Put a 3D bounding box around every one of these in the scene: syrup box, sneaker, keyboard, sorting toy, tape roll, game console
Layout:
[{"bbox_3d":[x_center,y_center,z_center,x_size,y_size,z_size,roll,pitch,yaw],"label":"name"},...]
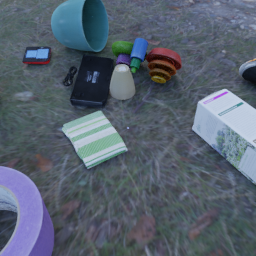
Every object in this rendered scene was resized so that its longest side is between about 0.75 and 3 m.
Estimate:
[{"bbox_3d":[3.124,0.273,7.438,1.163,1.125,2.856,-25,51,-22],"label":"syrup box"},{"bbox_3d":[4.987,-1.400,9.128,2.945,1.153,1.137,29,72,33],"label":"sneaker"},{"bbox_3d":[-1.434,-1.731,9.939,1.632,0.349,2.718,7,45,-2],"label":"keyboard"},{"bbox_3d":[0.492,-2.260,9.906,2.711,1.629,1.113,14,82,22],"label":"sorting toy"},{"bbox_3d":[-2.965,2.197,5.584,2.757,1.171,2.757,0,47,0],"label":"tape roll"},{"bbox_3d":[-3.581,-2.898,11.070,1.011,0.177,1.143,1,45,-9],"label":"game console"}]

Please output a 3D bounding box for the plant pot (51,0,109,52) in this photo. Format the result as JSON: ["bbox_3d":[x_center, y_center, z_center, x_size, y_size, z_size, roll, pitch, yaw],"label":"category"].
[{"bbox_3d":[-1.978,-4.070,11.092,1.674,2.086,2.086,5,45,23],"label":"plant pot"}]

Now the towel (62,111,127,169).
[{"bbox_3d":[-0.986,0.278,8.099,1.358,0.208,1.780,-23,49,-21],"label":"towel"}]

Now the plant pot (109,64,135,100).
[{"bbox_3d":[-0.188,-1.597,9.356,0.901,0.963,0.901,1,46,-1],"label":"plant pot"}]
